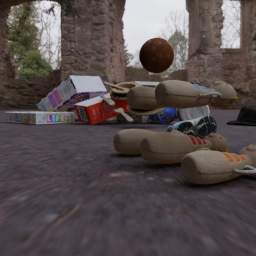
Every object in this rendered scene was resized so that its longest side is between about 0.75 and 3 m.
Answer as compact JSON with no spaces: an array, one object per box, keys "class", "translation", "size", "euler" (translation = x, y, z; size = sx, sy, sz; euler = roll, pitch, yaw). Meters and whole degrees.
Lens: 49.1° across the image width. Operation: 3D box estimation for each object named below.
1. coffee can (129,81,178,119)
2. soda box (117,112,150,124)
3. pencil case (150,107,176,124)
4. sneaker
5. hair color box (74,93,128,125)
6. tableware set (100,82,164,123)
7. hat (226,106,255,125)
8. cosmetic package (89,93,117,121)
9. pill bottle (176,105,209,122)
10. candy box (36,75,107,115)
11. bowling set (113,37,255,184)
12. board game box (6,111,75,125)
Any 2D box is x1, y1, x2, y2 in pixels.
[{"class":"coffee can","translation":[1.237,-1.305,13.390],"size":[2.492,1.823,1.823],"euler":[-1,5,-18]},{"class":"soda box","translation":[0.190,-0.437,11.098],"size":[1.415,0.484,0.450],"euler":[4,6,43]},{"class":"pencil case","translation":[0.989,-0.659,11.282],"size":[0.953,0.856,2.194],"euler":[32,-11,-26]},{"class":"sneaker","translation":[1.360,-0.014,5.945],"size":[1.221,0.474,0.527],"euler":[-2,2,-31]},{"class":"hair color box","translation":[-0.686,-0.903,10.922],"size":[2.415,0.772,1.339],"euler":[-23,17,-25]},{"class":"tableware set","translation":[0.222,-1.134,9.429],"size":[1.795,0.544,2.716],"euler":[-18,30,-19]},{"class":"hat","translation":[4.443,-0.456,10.168],"size":[1.707,0.689,1.707],"euler":[-1,5,0]},{"class":"cosmetic package","translation":[-0.951,-0.985,13.287],"size":[0.881,1.248,2.411],"euler":[2,6,16]},{"class":"pill bottle","translation":[2.176,-0.570,9.770],"size":[0.957,0.957,1.724],"euler":[0,5,3]},{"class":"candy box","translation":[-2.674,-1.433,13.310],"size":[2.570,0.919,2.156],"euler":[-31,-8,31]},{"class":"bowling set","translation":[0.709,-0.264,3.261],"size":[1.146,1.486,2.135],"euler":[-1,8,-25]},{"class":"board game box","translation":[-3.578,-0.433,11.324],"size":[2.505,0.429,1.684],"euler":[4,6,43]}]
